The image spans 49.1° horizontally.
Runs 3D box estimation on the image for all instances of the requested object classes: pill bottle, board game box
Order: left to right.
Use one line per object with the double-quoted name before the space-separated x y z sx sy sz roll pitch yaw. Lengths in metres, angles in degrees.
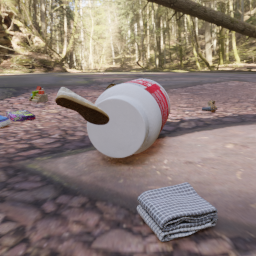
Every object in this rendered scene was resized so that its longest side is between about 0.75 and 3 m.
"board game box" -4.127 -0.481 10.747 0.799 0.215 1.332 -4 14 -33
"pill bottle" 0.101 -0.317 6.979 1.657 1.657 2.953 3 14 13

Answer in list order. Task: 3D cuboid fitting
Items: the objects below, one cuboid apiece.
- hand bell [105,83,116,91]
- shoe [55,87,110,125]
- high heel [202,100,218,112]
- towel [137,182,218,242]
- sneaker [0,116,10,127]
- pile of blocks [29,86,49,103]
"hand bell" -0.112 -1.563 14.240 1.073 1.073 2.061 13 6 42
"shoe" -0.680 -0.341 4.400 0.957 0.334 0.255 28 41 -32
"high heel" 3.774 -0.967 12.231 0.706 0.354 0.990 6 30 47
"towel" 0.672 1.111 3.841 0.921 0.394 0.763 -6 16 -23
"sneaker" -4.867 -0.695 9.106 1.867 1.367 0.752 -1 14 -2
"pile of blocks" -4.991 -1.901 15.363 0.946 0.716 2.304 -6 15 -22
